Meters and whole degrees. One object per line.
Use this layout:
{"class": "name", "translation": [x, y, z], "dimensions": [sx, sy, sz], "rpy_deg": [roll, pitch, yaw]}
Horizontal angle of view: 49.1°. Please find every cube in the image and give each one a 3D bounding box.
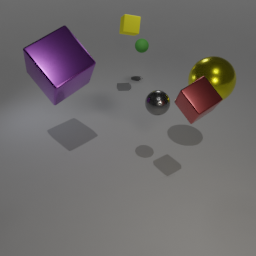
{"class": "cube", "translation": [0.075, -4.352, 11.878], "dimensions": [0.700, 0.700, 0.700], "rpy_deg": [3, 11, -16]}
{"class": "cube", "translation": [-1.984, -1.767, 8.125], "dimensions": [1.400, 1.400, 1.400], "rpy_deg": [-39, 89, -21]}
{"class": "cube", "translation": [1.622, -0.637, 6.541], "dimensions": [0.700, 0.700, 0.700], "rpy_deg": [-32, 77, -12]}

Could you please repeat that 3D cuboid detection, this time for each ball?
{"class": "ball", "translation": [0.703, -4.179, 14.215], "dimensions": [0.700, 0.700, 0.700], "rpy_deg": [0, 32, 0]}
{"class": "ball", "translation": [0.821, -0.696, 7.775], "dimensions": [0.700, 0.700, 0.700], "rpy_deg": [0, 32, 0]}
{"class": "ball", "translation": [2.527, -1.447, 8.455], "dimensions": [1.400, 1.400, 1.400], "rpy_deg": [0, 32, 0]}
